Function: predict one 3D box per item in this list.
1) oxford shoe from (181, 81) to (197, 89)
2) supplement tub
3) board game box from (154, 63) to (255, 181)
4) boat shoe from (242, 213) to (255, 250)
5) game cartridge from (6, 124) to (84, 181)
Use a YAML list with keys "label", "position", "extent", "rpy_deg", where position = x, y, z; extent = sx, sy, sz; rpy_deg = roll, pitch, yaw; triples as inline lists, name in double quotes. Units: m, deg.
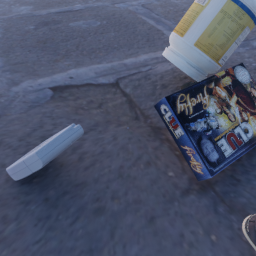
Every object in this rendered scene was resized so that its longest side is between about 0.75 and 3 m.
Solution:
- label: "oxford shoe"
  position: [2.595, -0.749, 8.148]
  extent: [2.198, 0.799, 0.928]
  rpy_deg: [-1, 71, -15]
- label: "supplement tub"
  position: [2.555, -2.979, 8.862]
  extent: [1.961, 2.710, 1.961]
  rpy_deg: [33, 19, -13]
- label: "board game box"
  position: [2.273, -0.280, 6.736]
  extent: [2.904, 0.503, 1.967]
  rpy_deg: [-26, 83, -30]
- label: "boat shoe"
  position: [2.560, 2.094, 4.270]
  extent: [0.657, 0.568, 1.810]
  rpy_deg: [-34, 69, -17]
- label: "game cartridge"
  position: [-1.829, 0.559, 5.854]
  extent: [1.909, 0.397, 1.271]
  rpy_deg: [-24, 18, 50]
